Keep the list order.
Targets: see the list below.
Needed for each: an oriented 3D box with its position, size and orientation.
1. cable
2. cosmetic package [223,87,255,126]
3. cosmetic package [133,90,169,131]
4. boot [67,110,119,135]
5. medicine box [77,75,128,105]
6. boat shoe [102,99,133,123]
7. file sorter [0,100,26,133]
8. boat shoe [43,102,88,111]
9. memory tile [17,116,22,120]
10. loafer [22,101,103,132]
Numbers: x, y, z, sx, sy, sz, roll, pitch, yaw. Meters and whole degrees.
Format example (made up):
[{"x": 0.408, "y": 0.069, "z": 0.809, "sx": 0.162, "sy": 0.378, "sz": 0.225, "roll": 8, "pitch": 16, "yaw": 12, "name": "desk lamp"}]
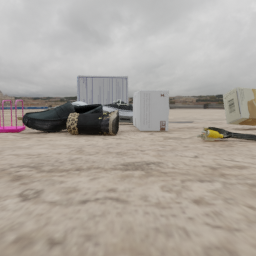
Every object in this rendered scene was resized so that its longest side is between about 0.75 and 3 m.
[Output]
[{"x": 2.512, "y": 0.257, "z": 7.158, "sx": 1.520, "sy": 0.382, "sz": 0.738, "roll": 12, "pitch": -12, "yaw": 3, "name": "cable"}, {"x": 4.888, "y": -0.754, "z": 10.569, "sx": 2.392, "sy": 1.258, "sz": 0.850, "roll": 1, "pitch": -15, "yaw": -19, "name": "cosmetic package"}, {"x": 0.796, "y": -0.697, "z": 10.715, "sx": 1.065, "sy": 1.462, "sz": 2.876, "roll": 0, "pitch": 4, "yaw": -2, "name": "cosmetic package"}, {"x": -1.054, "y": -0.180, "z": 9.046, "sx": 1.525, "sy": 0.741, "sz": 2.025, "roll": 0, "pitch": 11, "yaw": 0, "name": "boot"}, {"x": -1.321, "y": -1.484, "z": 14.487, "sx": 2.584, "sy": 2.354, "sz": 1.330, "roll": -1, "pitch": 5, "yaw": -9, "name": "medicine box"}, {"x": -0.353, "y": -0.842, "z": 12.880, "sx": 2.626, "sy": 0.897, "sz": 0.970, "roll": 5, "pitch": -28, "yaw": 3, "name": "boat shoe"}, {"x": -4.526, "y": -0.427, "z": 9.543, "sx": 1.740, "sy": 1.092, "sz": 1.210, "roll": -1, "pitch": 5, "yaw": -9, "name": "file sorter"}, {"x": -2.741, "y": -0.477, "z": 12.015, "sx": 2.848, "sy": 1.027, "sz": 1.010, "roll": -4, "pitch": 15, "yaw": 42, "name": "boat shoe"}, {"x": -5.175, "y": -0.627, "z": 17.068, "sx": 2.598, "sy": 0.218, "sz": 1.992, "roll": 0, "pitch": 5, "yaw": 6, "name": "memory tile"}, {"x": -2.132, "y": -0.456, "z": 9.541, "sx": 2.802, "sy": 0.984, "sz": 0.951, "roll": -3, "pitch": 29, "yaw": -34, "name": "loafer"}]
